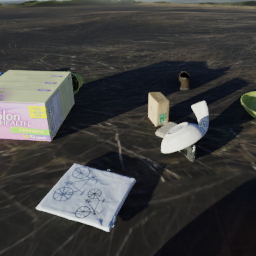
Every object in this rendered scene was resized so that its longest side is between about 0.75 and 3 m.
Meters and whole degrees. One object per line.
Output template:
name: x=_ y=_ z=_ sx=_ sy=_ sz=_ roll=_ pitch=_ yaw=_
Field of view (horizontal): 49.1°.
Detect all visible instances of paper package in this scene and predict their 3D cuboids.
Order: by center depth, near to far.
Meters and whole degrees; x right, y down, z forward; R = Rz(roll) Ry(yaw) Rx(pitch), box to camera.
paper package: x=1.092 y=-0.683 z=10.051 sx=0.502 sy=0.971 sz=0.925 roll=-7 pitch=29 yaw=-12

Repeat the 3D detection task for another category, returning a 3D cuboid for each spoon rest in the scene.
spoon rest: x=1.972 y=0.063 z=8.793 sx=1.376 sy=0.840 sz=2.770 roll=-22 pitch=14 yaw=41

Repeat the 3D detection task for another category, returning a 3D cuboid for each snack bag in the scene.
snack bag: x=-0.915 y=1.585 z=6.804 sx=1.908 sy=0.204 sz=1.799 roll=10 pitch=31 yaw=18

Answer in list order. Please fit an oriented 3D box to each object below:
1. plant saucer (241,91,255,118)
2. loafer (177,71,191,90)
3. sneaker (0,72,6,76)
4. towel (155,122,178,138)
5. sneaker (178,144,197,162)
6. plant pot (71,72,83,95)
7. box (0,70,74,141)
plant saucer: x=5.720 y=-0.730 z=10.705 sx=2.730 sy=0.424 sz=2.730 roll=1 pitch=29 yaw=0
loafer: x=2.753 y=-2.406 z=13.427 sx=0.684 sy=0.669 sz=1.874 roll=2 pitch=29 yaw=4
sneaker: x=-6.070 y=-2.108 z=13.032 sx=0.712 sy=0.598 sz=1.815 roll=-11 pitch=29 yaw=-9
towel: x=1.456 y=0.109 z=9.468 sx=0.683 sy=0.178 sz=1.031 roll=24 pitch=37 yaw=34
sneaker: x=1.699 y=0.605 z=8.343 sx=0.602 sy=0.442 sz=1.331 roll=0 pitch=26 yaw=7
plant pot: x=-2.502 y=-2.076 z=12.657 sx=1.042 sy=1.042 sz=0.958 roll=7 pitch=19 yaw=12
box: x=-3.556 y=-0.916 z=9.982 sx=2.542 sy=1.397 sz=2.890 roll=3 pitch=30 yaw=5
